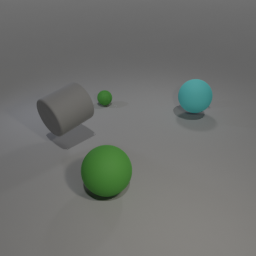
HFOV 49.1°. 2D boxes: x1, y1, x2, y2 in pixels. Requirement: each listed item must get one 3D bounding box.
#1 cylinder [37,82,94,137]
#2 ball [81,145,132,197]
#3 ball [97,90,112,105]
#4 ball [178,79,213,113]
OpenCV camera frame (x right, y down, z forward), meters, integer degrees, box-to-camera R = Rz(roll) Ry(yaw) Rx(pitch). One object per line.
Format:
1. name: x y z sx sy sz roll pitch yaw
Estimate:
1. cylinder: -2.114 -0.644 9.517 1.400 1.400 1.400 26 48 38
2. ball: -0.585 1.164 7.683 1.400 1.400 1.400 0 29 0
3. ball: -1.087 -1.408 13.067 0.700 0.700 0.700 0 29 0
4. ball: 2.804 -1.331 11.703 1.400 1.400 1.400 0 29 0
